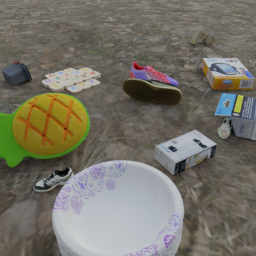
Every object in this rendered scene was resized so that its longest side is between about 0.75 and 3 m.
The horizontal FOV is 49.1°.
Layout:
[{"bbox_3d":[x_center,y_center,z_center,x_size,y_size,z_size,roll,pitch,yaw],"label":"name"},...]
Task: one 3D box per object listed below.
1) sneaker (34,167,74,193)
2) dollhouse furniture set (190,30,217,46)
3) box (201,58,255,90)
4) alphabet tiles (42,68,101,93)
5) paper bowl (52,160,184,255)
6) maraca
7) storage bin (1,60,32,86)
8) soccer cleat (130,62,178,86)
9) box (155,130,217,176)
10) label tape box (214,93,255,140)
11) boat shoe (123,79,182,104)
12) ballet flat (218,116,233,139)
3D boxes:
[{"bbox_3d":[-1.965,1.321,7.359,1.064,0.467,0.403,-18,39,-21],"label":"sneaker"},{"bbox_3d":[4.762,-5.625,17.908,1.265,0.840,1.109,10,28,-26],"label":"dollhouse furniture set"},{"bbox_3d":[4.632,-2.704,13.364,1.765,0.615,2.966,0,35,0],"label":"box"},{"bbox_3d":[-2.615,-2.304,13.120,2.553,0.186,2.497,-27,42,-34],"label":"alphabet tiles"},{"bbox_3d":[-0.167,1.911,5.652,2.486,1.293,2.486,-2,33,1],"label":"paper bowl"},{"bbox_3d":[-2.598,0.003,8.278,2.968,1.588,2.035,-20,72,-16],"label":"maraca"},{"bbox_3d":[-5.207,-2.541,12.941,0.859,0.931,1.279,-37,47,-29],"label":"storage bin"},{"bbox_3d":[1.118,-2.306,12.475,2.342,0.895,0.781,19,38,28],"label":"soccer cleat"},{"bbox_3d":[1.703,0.686,8.301,1.609,0.484,0.938,-18,38,-26],"label":"box"},{"bbox_3d":[4.310,-0.350,9.616,2.433,0.804,1.743,12,34,21],"label":"label tape box"},{"bbox_3d":[1.009,-1.524,11.430,2.445,0.895,0.792,17,28,12],"label":"boat shoe"},{"bbox_3d":[3.339,-0.075,9.560,0.448,0.379,1.184,15,37,20],"label":"ballet flat"}]
